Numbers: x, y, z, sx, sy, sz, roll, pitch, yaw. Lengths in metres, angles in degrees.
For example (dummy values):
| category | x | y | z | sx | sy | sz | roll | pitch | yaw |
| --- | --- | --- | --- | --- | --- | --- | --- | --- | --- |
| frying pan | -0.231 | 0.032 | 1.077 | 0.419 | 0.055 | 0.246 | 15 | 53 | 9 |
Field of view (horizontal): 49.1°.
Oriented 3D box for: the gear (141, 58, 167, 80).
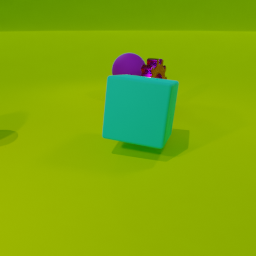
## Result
| category | x | y | z | sx | sy | sz | roll | pitch | yaw |
| --- | --- | --- | --- | --- | --- | --- | --- | --- | --- |
| gear | 0.756 | -1.260 | 8.710 | 0.326 | 1.765 | 1.765 | 12 | 24 | 24 |

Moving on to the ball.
| category | x | y | z | sx | sy | sz | roll | pitch | yaw |
| --- | --- | --- | --- | --- | --- | --- | --- | --- | --- |
| ball | 0.051 | -2.099 | 10.302 | 1.283 | 1.283 | 1.283 | 0 | 21 | 0 |

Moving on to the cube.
| category | x | y | z | sx | sy | sz | roll | pitch | yaw |
| --- | --- | --- | --- | --- | --- | --- | --- | --- | --- |
| cube | 0.327 | -0.451 | 6.450 | 1.374 | 1.374 | 1.374 | 10 | 14 | 14 |
